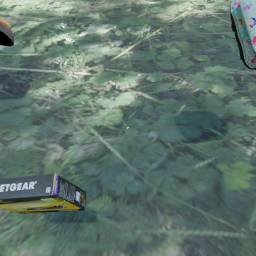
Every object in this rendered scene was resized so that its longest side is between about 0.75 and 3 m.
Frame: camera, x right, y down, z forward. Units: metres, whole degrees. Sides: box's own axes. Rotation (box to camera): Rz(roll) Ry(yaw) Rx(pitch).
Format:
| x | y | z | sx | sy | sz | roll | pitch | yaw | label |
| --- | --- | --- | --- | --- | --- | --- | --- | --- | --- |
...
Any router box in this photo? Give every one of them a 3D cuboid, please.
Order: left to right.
| x | y | z | sx | sy | sz | roll | pitch | yaw | label |
| --- | --- | --- | --- | --- | --- | --- | --- | --- | --- |
| -1.090 | 0.804 | 3.318 | 0.964 | 0.758 | 0.252 | -8 | 60 | 17 | router box |

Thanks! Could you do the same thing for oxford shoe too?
| x | y | z | sx | sy | sz | roll | pitch | yaw | label |
| --- | --- | --- | --- | --- | --- | --- | --- | --- | --- |
| -4.232 | -2.854 | 7.742 | 2.303 | 0.820 | 0.835 | 2 | 47 | -50 | oxford shoe |

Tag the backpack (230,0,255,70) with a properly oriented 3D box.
| x | y | z | sx | sy | sz | roll | pitch | yaw | label |
| --- | --- | --- | --- | --- | --- | --- | --- | --- | --- |
| 2.406 | -1.671 | 4.271 | 1.444 | 1.282 | 1.087 | -15 | -2 | 19 | backpack |
